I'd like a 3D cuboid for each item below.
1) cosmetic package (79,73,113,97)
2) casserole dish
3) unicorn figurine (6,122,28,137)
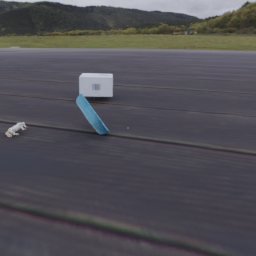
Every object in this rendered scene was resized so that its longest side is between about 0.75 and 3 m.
[{"bbox_3d":[-1.369,-1.921,12.331,1.406,0.867,1.410,1,16,-4],"label":"cosmetic package"},{"bbox_3d":[-1.087,-0.384,8.310,0.309,0.964,1.592,-37,50,-3],"label":"casserole dish"},{"bbox_3d":[-3.269,0.002,8.341,0.567,0.305,0.826,9,24,44],"label":"unicorn figurine"}]
